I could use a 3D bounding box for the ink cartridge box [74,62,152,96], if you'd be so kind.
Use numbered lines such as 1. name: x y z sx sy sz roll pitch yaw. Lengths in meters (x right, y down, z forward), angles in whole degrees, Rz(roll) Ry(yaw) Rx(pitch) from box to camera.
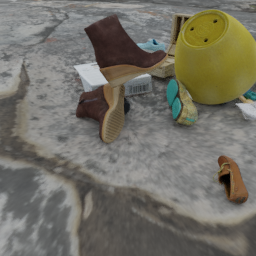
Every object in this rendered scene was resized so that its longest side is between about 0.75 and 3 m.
1. ink cartridge box: -0.678 -1.923 10.758 2.257 0.792 2.777 -13 26 -19

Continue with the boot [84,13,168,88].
1. boot: 0.029 -2.191 7.384 2.048 1.704 0.741 -29 18 -21

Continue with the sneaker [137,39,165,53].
1. sneaker: 1.147 -4.194 14.170 1.729 0.708 0.639 20 36 28

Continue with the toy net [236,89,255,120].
1. toy net: 4.053 -0.834 9.140 1.338 0.493 2.551 16 37 7

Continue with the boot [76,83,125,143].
1. boot: -0.893 -0.391 8.213 1.625 0.707 1.953 -9 57 36

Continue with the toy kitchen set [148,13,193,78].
1. toy kitchen set: 1.380 -3.558 11.747 1.991 2.202 2.440 21 34 31

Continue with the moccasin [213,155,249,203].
1. moccasin: 2.169 1.079 6.115 0.497 0.471 1.286 7 41 -5

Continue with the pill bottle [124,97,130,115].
1. pill bottle: -0.425 -0.854 8.946 0.643 0.643 1.149 -18 37 -26

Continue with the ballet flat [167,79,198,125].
1. ballet flat: 1.724 -0.811 8.882 0.823 0.823 2.329 0 32 0

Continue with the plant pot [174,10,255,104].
1. plant pot: 2.660 -2.477 8.968 2.862 2.032 2.862 -12 61 23

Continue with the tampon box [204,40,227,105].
1. tampon box: 2.962 -1.980 9.669 1.179 1.400 1.868 -39 40 -2
